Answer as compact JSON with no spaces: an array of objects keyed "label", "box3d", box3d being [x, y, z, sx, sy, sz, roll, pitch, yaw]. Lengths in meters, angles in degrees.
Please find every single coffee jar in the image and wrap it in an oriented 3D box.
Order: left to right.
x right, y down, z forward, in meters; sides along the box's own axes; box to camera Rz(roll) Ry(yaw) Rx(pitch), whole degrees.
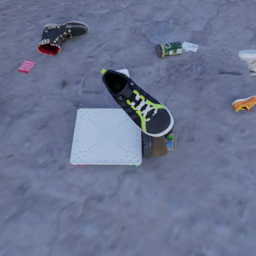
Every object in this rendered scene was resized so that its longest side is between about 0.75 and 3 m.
[{"label":"coffee jar","box3d":[1.954,-3.777,13.505,1.231,0.525,0.642,-9,54,-7]}]

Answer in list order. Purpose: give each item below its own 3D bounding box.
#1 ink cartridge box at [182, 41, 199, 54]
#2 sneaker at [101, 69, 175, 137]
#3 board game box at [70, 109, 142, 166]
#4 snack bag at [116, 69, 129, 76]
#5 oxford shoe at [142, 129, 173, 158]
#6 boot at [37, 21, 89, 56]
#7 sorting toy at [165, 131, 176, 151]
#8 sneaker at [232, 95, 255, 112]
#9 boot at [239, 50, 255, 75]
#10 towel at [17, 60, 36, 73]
[{"label":"ink cartridge box","box3d":[3.091,-4.078,13.971,0.754,0.153,0.755,19,55,14]},{"label":"sneaker","box3d":[0.117,-0.724,7.752,2.628,1.088,0.942,43,100,24]},{"label":"board game box","box3d":[-0.764,0.318,10.529,2.492,0.322,2.493,1,53,0]},{"label":"snack bag","box3d":[-0.381,-2.261,12.622,0.934,0.106,0.991,-8,53,-6]},{"label":"oxford shoe","box3d":[1.049,-0.053,10.410,1.128,0.971,2.672,-1,56,-1]},{"label":"boot","box3d":[-3.214,-4.415,13.761,2.412,0.883,1.816,2,52,6]},{"label":"sorting toy","box3d":[1.432,0.339,10.621,0.800,0.144,1.074,7,54,5]},{"label":"sneaker","box3d":[4.964,-0.989,11.507,1.376,0.502,0.531,-17,73,-6]},{"label":"boot","box3d":[4.419,-2.243,9.710,1.807,0.864,0.665,-12,29,-33]},{"label":"towel","box3d":[-4.745,-2.880,13.105,0.574,0.089,0.793,14,54,9]}]
